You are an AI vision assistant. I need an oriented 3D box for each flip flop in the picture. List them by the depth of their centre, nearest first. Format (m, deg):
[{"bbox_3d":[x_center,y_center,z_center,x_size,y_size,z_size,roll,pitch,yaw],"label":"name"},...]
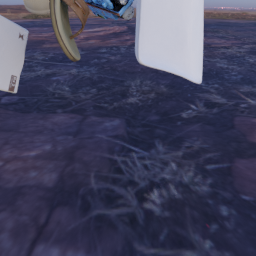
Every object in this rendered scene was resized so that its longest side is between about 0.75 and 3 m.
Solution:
[{"bbox_3d":[-1.211,-2.750,5.993,0.754,2.620,1.063,-2,18,-1],"label":"flip flop"}]

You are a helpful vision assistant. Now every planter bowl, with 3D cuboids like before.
[{"bbox_3d":[-2.689,-4.269,8.580,1.291,0.869,1.291,-1,63,2],"label":"planter bowl"}]

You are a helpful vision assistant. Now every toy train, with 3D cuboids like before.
[{"bbox_3d":[-0.505,-3.318,7.271,1.769,1.011,0.767,36,87,39],"label":"toy train"}]

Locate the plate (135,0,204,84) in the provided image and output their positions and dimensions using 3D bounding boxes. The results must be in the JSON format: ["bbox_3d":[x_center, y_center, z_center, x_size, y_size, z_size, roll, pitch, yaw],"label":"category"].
[{"bbox_3d":[1.052,-2.748,7.028,0.476,2.946,2.940,1,-1,41],"label":"plate"}]

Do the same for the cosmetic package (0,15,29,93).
[{"bbox_3d":[-4.125,-2.057,7.209,2.183,1.799,1.801,12,2,17],"label":"cosmetic package"}]
